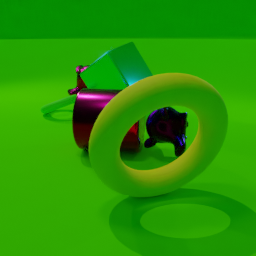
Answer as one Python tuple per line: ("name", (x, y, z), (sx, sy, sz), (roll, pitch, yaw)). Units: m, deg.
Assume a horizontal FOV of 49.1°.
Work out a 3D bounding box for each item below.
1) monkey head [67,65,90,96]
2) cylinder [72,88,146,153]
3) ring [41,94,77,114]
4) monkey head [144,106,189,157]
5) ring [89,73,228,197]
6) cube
("monkey head", (-1.725, -1.830, 10.901), (1.360, 1.139, 1.890), (-16, 31, -23))
("cylinder", (-0.341, -0.163, 5.911), (1.308, 1.308, 1.308), (3, 20, 9))
("ring", (-2.089, -0.737, 8.616), (1.220, 0.244, 1.220), (-20, 9, 3))
("monkey head", (0.728, 0.068, 5.338), (0.789, 1.310, 0.942), (11, 45, -8))
("ring", (0.460, 0.192, 3.917), (2.030, 2.030, 0.406), (-6, 36, -17))
("cube", (-0.300, -1.541, 8.473), (1.377, 1.377, 1.377), (-26, 10, 41))
